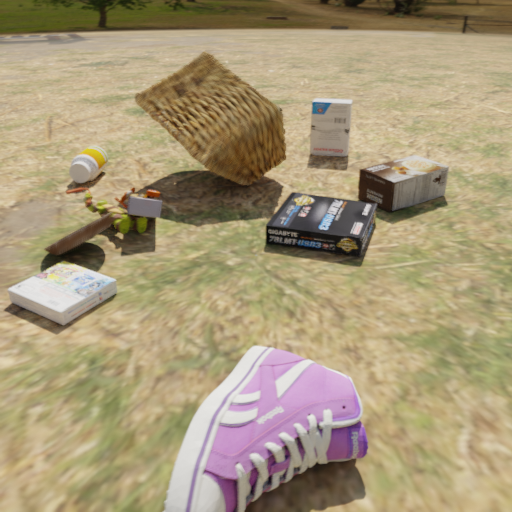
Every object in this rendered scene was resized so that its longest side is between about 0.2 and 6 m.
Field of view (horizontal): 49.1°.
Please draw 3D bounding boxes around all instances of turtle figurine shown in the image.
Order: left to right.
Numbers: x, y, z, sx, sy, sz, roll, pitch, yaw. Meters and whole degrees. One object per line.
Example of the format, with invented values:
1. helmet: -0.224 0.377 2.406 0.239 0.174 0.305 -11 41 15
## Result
1. turtle figurine: -2.731 -0.789 10.526 1.245 0.497 1.544 30 8 36

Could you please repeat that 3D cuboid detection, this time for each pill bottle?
1. pill bottle: -3.922 -2.105 13.036 0.632 0.632 1.139 2 27 4

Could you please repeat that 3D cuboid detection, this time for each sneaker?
1. sneaker: 0.245 1.767 5.237 1.494 0.950 2.621 13 30 18

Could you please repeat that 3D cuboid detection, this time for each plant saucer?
1. plant saucer: -2.995 -0.353 9.586 1.287 0.222 1.287 -27 13 6

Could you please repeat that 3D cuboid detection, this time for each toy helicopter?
1. toy helicopter: -2.379 -1.187 11.499 0.740 0.441 1.119 9 10 -11

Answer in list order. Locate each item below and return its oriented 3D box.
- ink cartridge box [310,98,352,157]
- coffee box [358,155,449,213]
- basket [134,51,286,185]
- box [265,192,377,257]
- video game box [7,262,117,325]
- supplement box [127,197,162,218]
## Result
1. ink cartridge box: 1.958 -3.367 14.684 1.007 1.380 0.582 6 26 11
2. coffee box: 3.121 -1.562 11.918 1.728 0.689 0.988 -17 32 -30
3. basket: -1.012 -2.762 12.714 2.171 2.079 2.914 -39 64 -17
4. box: 1.252 -0.627 10.420 1.738 0.435 1.752 8 29 18
5. video game box: -2.869 0.522 8.341 1.168 0.273 1.064 16 34 29
6. supplement box: -2.097 -0.906 10.445 0.589 0.330 1.083 7 3 -15
